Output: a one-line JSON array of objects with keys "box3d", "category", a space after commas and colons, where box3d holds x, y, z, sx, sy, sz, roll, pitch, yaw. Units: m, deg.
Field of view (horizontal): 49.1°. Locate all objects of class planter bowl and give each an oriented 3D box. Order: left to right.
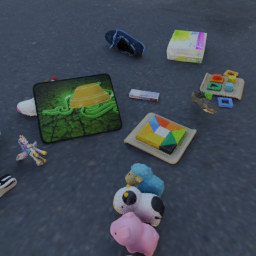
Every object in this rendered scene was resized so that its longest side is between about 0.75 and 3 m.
[{"box3d": [-1.189, -1.025, 8.422, 1.315, 0.548, 1.315, -11, 16, 3], "category": "planter bowl"}]

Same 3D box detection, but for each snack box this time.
[{"box3d": [0.628, -1.274, 10.845, 1.110, 0.135, 0.399, 10, 41, 12], "category": "snack box"}]

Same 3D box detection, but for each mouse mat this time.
[{"box3d": [-1.686, -0.716, 9.369, 2.698, 0.102, 2.171, -11, 74, -14], "category": "mouse mat"}]

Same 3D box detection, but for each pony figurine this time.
[{"box3d": [-2.782, 0.682, 8.108, 0.925, 0.892, 0.770, 36, 52, 11], "category": "pony figurine"}]

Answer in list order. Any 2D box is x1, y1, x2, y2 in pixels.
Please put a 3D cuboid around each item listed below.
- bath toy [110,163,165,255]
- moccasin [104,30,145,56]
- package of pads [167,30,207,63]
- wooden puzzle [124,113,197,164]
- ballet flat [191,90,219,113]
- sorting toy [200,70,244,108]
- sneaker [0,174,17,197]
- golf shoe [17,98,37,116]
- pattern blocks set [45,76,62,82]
[{"box3d": [0.178, 2.144, 6.149, 1.226, 1.042, 2.820, 5, 41, 6], "category": "bath toy"}, {"box3d": [-0.299, -4.181, 13.593, 2.425, 0.976, 0.827, 28, 41, 30], "category": "moccasin"}, {"box3d": [2.854, -3.998, 13.567, 1.701, 0.751, 2.202, 10, 41, 11], "category": "package of pads"}, {"box3d": [1.052, 0.210, 8.944, 1.846, 0.344, 1.707, 21, 45, 23], "category": "wooden puzzle"}, {"box3d": [2.561, -0.838, 9.577, 0.631, 0.434, 1.874, 26, 19, -17], "category": "ballet flat"}, {"box3d": [3.833, -1.802, 11.272, 1.590, 0.385, 2.824, 15, 42, 17], "category": "sorting toy"}, {"box3d": [-3.480, 1.558, 7.413, 0.511, 0.334, 0.913, 24, 38, 30], "category": "sneaker"}, {"box3d": [-2.881, -0.994, 9.896, 2.121, 0.971, 0.799, -6, 42, -5], "category": "golf shoe"}, {"box3d": [-3.086, -1.807, 11.518, 0.809, 0.075, 0.920, 25, 46, 26], "category": "pattern blocks set"}]
